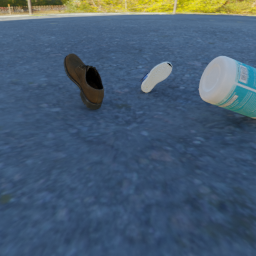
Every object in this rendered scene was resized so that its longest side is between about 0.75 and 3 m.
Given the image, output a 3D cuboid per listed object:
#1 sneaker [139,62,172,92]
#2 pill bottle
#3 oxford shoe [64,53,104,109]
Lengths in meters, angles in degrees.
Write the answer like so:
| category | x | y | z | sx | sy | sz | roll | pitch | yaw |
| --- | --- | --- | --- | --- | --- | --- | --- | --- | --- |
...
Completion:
| category | x | y | z | sx | sy | sz | roll | pitch | yaw |
| --- | --- | --- | --- | --- | --- | --- | --- | --- | --- |
| sneaker | 1.169 | -2.288 | 11.802 | 0.662 | 1.643 | 1.203 | 39 | 27 | -15 |
| pill bottle | 3.793 | -1.190 | 9.013 | 2.696 | 1.493 | 1.493 | 17 | 23 | -16 |
| oxford shoe | -1.546 | -2.013 | 10.395 | 0.959 | 1.114 | 2.640 | -15 | 58 | -38 |
